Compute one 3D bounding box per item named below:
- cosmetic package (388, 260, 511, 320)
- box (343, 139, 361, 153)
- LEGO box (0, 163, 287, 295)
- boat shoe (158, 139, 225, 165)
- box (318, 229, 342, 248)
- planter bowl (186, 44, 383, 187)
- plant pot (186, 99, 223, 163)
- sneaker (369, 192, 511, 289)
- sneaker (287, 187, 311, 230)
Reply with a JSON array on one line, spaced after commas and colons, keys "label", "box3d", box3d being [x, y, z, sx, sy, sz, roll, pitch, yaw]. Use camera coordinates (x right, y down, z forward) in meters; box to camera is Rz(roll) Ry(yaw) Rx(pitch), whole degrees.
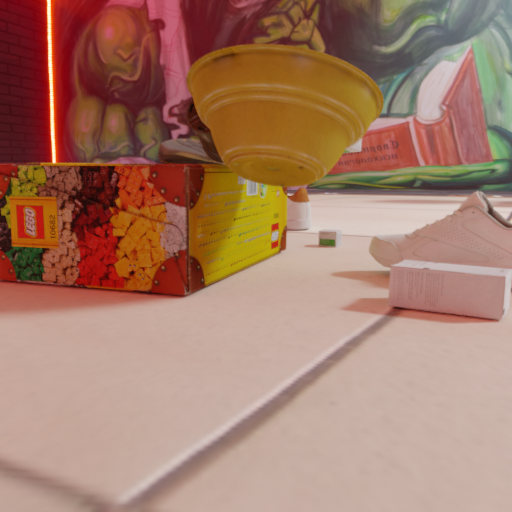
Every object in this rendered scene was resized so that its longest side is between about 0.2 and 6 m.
[{"label": "cosmetic package", "box3d": [2.254, 0.370, 6.513, 1.271, 0.516, 0.717, 4, 7, 27]}, {"label": "box", "box3d": [1.881, -2.465, 11.683, 0.459, 0.536, 0.533, 1, -3, 40]}, {"label": "LEGO box", "box3d": [-1.641, -0.692, 9.494, 3.286, 1.703, 4.412, 3, 9, 20]}, {"label": "boat shoe", "box3d": [-0.767, -1.797, 12.431, 2.960, 1.085, 1.102, 9, 23, -26]}, {"label": "box", "box3d": [1.588, -0.379, 12.013, 0.413, 0.355, 0.415, 4, 9, 24]}, {"label": "planter bowl", "box3d": [0.294, -1.573, 7.304, 2.598, 1.082, 2.598, 7, -10, 1]}, {"label": "plant pot", "box3d": [-0.638, -2.275, 9.636, 1.045, 1.045, 1.034, 3, -11, 17]}, {"label": "sneaker", "box3d": [2.955, -0.291, 8.202, 2.643, 1.313, 1.030, 5, 10, 30]}, {"label": "sneaker", "box3d": [-0.040, -1.489, 15.920, 3.348, 1.418, 1.219, 2, 10, 20]}]
